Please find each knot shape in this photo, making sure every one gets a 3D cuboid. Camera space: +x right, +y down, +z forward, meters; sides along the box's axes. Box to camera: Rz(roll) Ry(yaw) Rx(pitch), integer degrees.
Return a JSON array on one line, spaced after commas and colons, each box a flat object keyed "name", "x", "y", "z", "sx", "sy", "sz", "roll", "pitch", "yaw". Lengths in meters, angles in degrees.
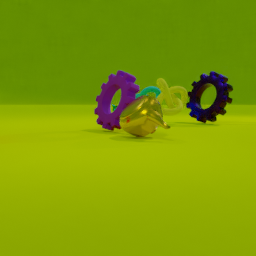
[{"name": "knot shape", "x": 1.233, "y": -0.977, "z": 8.451, "sx": 1.279, "sy": 1.197, "sz": 0.591, "roll": -32, "pitch": 0, "yaw": -45}, {"name": "knot shape", "x": 0.572, "y": -0.829, "z": 9.803, "sx": 1.185, "sy": 1.267, "sz": 0.585, "roll": 0, "pitch": 19, "yaw": 20}]

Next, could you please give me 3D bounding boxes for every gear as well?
[{"name": "gear", "x": -0.295, "y": -0.649, "z": 6.652, "sx": 0.260, "sy": 1.404, "sz": 1.404, "roll": 18, "pitch": -7, "yaw": -37}, {"name": "gear", "x": 2.635, "y": -1.006, "z": 9.210, "sx": 0.306, "sy": 1.653, "sz": 1.653, "roll": 14, "pitch": -3, "yaw": -34}]

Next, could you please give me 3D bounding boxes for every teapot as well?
[{"name": "teapot", "x": 0.318, "y": -0.177, "z": 5.392, "sx": 0.885, "sy": 0.697, "sz": 1.424, "roll": -45, "pitch": 19, "yaw": -15}]

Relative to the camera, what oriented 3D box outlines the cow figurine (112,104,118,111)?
[{"name": "cow figurine", "x": -0.284, "y": -1.030, "z": 12.872, "sx": 0.515, "sy": 0.938, "sz": 0.923, "roll": 43, "pitch": -9, "yaw": -28}]
